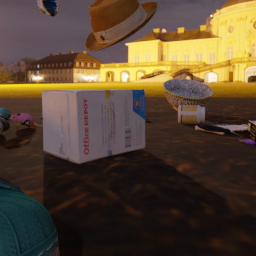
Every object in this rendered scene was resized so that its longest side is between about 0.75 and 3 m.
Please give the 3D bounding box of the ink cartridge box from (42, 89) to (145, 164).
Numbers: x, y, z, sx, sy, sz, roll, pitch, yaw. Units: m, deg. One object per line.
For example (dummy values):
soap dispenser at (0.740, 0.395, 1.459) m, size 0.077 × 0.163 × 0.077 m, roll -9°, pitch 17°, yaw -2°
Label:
ink cartridge box at (-0.625, -0.138, 5.277) m, size 1.605 × 1.182 × 1.161 m, roll -8°, pitch 11°, yaw -44°

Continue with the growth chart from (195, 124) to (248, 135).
growth chart at (2.947, 0.012, 7.996) m, size 1.763 × 0.156 × 1.276 m, roll -2°, pitch 8°, yaw -17°

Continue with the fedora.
fedora at (-0.456, -3.644, 8.947) m, size 2.831 × 1.154 × 2.831 m, roll -24°, pitch 34°, yaw 17°

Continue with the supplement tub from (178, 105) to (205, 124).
supplement tub at (2.193, -0.468, 9.678) m, size 0.883 × 0.642 × 0.642 m, roll 2°, pitch 8°, yaw 13°

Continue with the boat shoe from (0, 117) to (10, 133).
boat shoe at (-3.997, -0.109, 7.398) m, size 1.788 × 0.632 × 0.569 m, roll 10°, pitch 11°, yaw 13°

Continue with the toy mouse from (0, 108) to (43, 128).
toy mouse at (-3.239, -0.328, 8.052) m, size 1.686 × 0.326 × 1.498 m, roll 10°, pitch -10°, yaw 34°

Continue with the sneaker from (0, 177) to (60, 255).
sneaker at (-1.714, 0.337, 1.980) m, size 2.821 × 1.127 × 1.007 m, roll 4°, pitch 9°, yaw 26°

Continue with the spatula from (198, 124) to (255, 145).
spatula at (2.268, 0.152, 6.055) m, size 1.831 × 0.188 × 0.518 m, roll 16°, pitch 2°, yaw -21°

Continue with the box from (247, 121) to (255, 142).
box at (3.311, 0.167, 5.861) m, size 1.193 × 0.376 × 2.169 m, roll 4°, pitch 8°, yaw 14°

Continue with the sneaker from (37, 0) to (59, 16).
sneaker at (-2.754, -4.133, 9.542) m, size 0.563 × 0.651 × 1.501 m, roll -6°, pitch 51°, yaw -31°

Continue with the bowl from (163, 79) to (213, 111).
bowl at (2.956, -1.528, 14.288) m, size 2.515 × 1.180 × 2.515 m, roll 3°, pitch 31°, yaw -2°
